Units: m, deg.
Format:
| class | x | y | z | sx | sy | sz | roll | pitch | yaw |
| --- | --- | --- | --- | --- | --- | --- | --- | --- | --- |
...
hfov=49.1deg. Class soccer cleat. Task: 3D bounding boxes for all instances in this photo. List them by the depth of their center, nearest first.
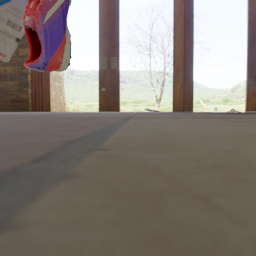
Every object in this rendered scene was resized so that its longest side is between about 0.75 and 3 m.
| class | x | y | z | sx | sy | sz | roll | pitch | yaw |
| --- | --- | --- | --- | --- | --- | --- | --- | --- | --- |
| soccer cleat | -1.928 | -2.762 | 6.502 | 0.988 | 2.897 | 1.060 | 18 | 22 | 42 |

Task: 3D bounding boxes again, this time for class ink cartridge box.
| class | x | y | z | sx | sy | sz | roll | pitch | yaw |
| --- | --- | --- | --- | --- | --- | --- | --- | --- | --- |
| ink cartridge box | -3.388 | -2.810 | 7.381 | 1.286 | 0.754 | 1.756 | 25 | -50 | -30 |
